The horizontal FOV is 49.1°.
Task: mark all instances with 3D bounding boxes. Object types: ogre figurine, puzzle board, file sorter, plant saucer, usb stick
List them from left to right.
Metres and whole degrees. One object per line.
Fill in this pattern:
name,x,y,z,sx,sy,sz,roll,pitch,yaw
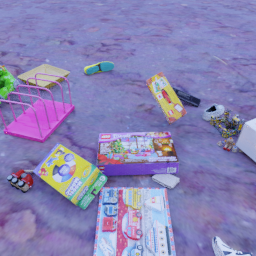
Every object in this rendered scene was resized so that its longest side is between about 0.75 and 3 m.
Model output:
ogre figurine,-6.141,-2.058,13.104,1.673,1.369,2.791,-38,33,-17
file sorter,-3.623,-0.965,11.273,1.791,1.616,2.577,11,38,15
plant saucer,-4.270,-2.559,14.393,1.923,0.466,1.922,21,42,26
puzzle board,0.168,2.640,7.587,2.040,0.236,2.707,0,37,0
usb stick,2.515,-1.414,12.616,1.596,0.260,0.443,23,71,0

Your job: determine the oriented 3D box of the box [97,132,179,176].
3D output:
box,0.285,0.834,9.675,2.647,0.517,1.811,-2,32,-2

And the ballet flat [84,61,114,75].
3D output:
ballet flat,-1.616,-3.350,15.407,1.719,0.574,0.576,-18,32,-20

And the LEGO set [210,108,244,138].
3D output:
LEGO set,3.910,-0.292,11.074,1.023,0.771,1.330,-6,37,-9

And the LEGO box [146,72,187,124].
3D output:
LEGO box,1.426,-1.069,10.495,0.676,1.305,1.752,-30,84,4

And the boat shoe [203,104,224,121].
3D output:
boat shoe,3.696,-0.756,11.943,1.345,0.479,0.469,-28,45,-32

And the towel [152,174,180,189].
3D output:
towel,1.217,1.642,8.983,0.784,0.135,0.519,23,39,34

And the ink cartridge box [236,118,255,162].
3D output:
ink cartridge box,5.494,0.398,9.708,2.727,1.137,1.979,-18,45,-25

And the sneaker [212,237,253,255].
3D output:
sneaker,2.618,3.090,6.799,0.732,0.449,1.125,-13,39,-19

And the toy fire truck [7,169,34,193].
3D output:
toy fire truck,-3.244,1.566,8.886,0.743,0.543,0.844,19,51,24

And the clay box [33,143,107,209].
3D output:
clay box,-1.781,1.436,8.628,2.130,0.507,1.224,25,68,32

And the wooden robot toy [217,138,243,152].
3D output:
wooden robot toy,3.735,0.577,10.183,0.979,0.444,0.431,21,41,26
